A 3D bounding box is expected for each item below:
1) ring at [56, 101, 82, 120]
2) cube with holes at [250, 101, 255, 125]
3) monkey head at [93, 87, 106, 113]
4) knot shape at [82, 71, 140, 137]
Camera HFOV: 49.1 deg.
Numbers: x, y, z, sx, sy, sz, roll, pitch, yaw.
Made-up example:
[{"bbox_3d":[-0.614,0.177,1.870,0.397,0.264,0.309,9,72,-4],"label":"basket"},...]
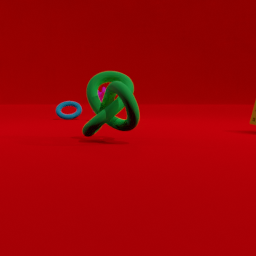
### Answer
[{"bbox_3d":[-2.535,-0.761,12.001,1.111,0.222,1.111,3,44,-3],"label":"ring"},{"bbox_3d":[3.451,-0.332,6.515,0.718,0.718,0.718,10,8,-16],"label":"cube with holes"},{"bbox_3d":[-1.091,-1.173,10.969,0.741,0.884,1.229,-5,49,10],"label":"monkey head"},{"bbox_3d":[-0.344,-0.524,5.309,1.415,1.324,0.654,-25,-35,38],"label":"knot shape"}]
